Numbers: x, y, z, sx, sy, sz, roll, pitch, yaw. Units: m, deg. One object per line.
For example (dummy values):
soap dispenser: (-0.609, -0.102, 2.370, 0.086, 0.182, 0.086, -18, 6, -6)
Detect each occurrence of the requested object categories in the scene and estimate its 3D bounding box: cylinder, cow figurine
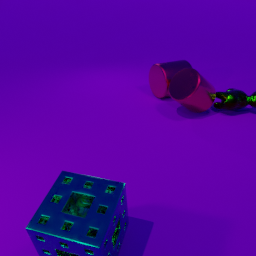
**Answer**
cylinder: (2.125, -1.216, 9.245, 1.149, 1.149, 1.149, 25, 7, -43)
cow figurine: (3.852, -0.924, 9.439, 1.504, 0.826, 1.480, -13, 20, -34)
cylinder: (1.656, -1.891, 10.764, 1.300, 1.300, 1.300, -13, 32, -23)

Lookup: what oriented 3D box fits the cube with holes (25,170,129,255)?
cube with holes: (-0.707, 1.567, 4.509, 1.124, 1.124, 1.124, 8, 40, 15)
